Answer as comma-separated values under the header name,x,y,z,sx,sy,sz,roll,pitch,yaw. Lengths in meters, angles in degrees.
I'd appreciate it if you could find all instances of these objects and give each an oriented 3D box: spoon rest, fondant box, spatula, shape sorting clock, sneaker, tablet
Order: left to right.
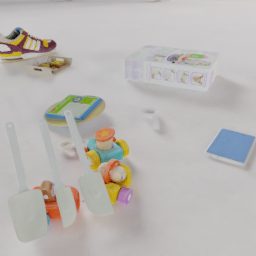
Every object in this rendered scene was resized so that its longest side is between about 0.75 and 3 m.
name,x,y,z,sx,sy,sz,roll,pitch,yaw
sneaker,-4.422,-3.879,12.569,1.089,1.310,2.907,19,35,30
spatula,-1.220,0.600,4.478,1.441,0.166,2.073,-14,62,-21
shape sorting clock,-1.428,-0.474,7.529,1.685,0.331,1.685,-4,32,2
spoon rest,0.628,-0.322,7.309,0.491,0.300,0.989,-5,31,-8
fondant box,1.621,-2.247,10.140,2.976,0.867,2.147,12,31,21
tablet,2.314,0.387,6.261,0.839,0.088,1.289,17,33,28

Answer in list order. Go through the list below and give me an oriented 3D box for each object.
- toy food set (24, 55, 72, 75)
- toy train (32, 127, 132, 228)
name,x,y,z,sx,sy,sz,roll,pitch,yaw
toy food set,-3.111,-2.565,11.075,1.174,0.494,1.636,10,31,18
toy train,-0.853,0.673,5.132,1.887,0.699,2.513,1,30,1
